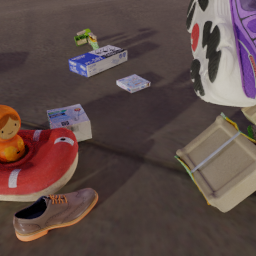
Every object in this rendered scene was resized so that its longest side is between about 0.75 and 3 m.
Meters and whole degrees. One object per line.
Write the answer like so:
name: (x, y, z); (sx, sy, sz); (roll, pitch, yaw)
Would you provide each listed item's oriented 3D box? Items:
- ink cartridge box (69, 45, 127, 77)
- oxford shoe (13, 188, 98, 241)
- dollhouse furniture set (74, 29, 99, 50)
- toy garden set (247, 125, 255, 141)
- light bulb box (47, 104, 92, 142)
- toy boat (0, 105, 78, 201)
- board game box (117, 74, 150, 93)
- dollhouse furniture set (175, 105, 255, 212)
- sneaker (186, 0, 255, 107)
ink cartridge box: (-1.122, -2.650, 10.917); (1.028, 0.484, 2.188); (25, 42, 33)
oxford shoe: (-1.242, 1.428, 5.016); (1.565, 0.571, 0.558); (-23, 41, -29)
dollhouse furniture set: (-1.814, -3.731, 12.246); (0.684, 0.886, 1.773); (-24, 38, -10)
toy garden set: (3.908, 0.466, 5.665); (2.621, 0.523, 2.185); (-9, 40, 24)
light bulb box: (-1.511, -0.090, 7.180); (0.918, 0.578, 0.926); (-15, 38, -20)
toy boat: (-2.336, 0.341, 5.546); (2.639, 1.725, 1.722); (1, 36, 3)
board game box: (0.181, -1.529, 9.590); (0.830, 0.171, 0.828); (-24, 41, -30)
dollhouse furniture set: (2.682, 0.530, 5.876); (2.769, 1.390, 1.814); (-41, 31, 10)
sneaker: (1.084, -1.058, 2.863); (0.809, 0.782, 1.940); (9, 68, -11)
